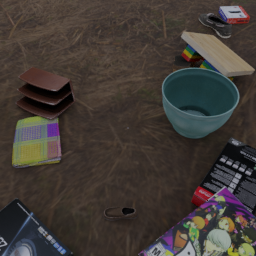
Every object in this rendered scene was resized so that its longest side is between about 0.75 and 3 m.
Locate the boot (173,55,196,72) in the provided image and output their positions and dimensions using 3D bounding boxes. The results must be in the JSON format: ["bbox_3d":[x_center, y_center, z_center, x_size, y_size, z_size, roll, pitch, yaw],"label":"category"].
[{"bbox_3d":[2.242,-2.375,11.333,0.890,0.913,2.419,11,30,18],"label":"boot"}]

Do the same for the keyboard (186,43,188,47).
[{"bbox_3d":[3.373,-3.867,13.041,1.319,0.136,0.838,5,54,3],"label":"keyboard"}]

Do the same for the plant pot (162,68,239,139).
[{"bbox_3d":[2.216,-0.651,9.163,2.330,1.561,2.330,0,48,0],"label":"plant pot"}]

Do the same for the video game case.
[{"bbox_3d":[2.137,3.177,5.978,2.679,0.529,2.955,-33,58,-12],"label":"video game case"}]

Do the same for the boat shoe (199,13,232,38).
[{"bbox_3d":[4.405,-5.325,13.997,0.770,0.657,2.304,-19,51,-16],"label":"boat shoe"}]

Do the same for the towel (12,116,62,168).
[{"bbox_3d":[-2.959,0.389,9.125,1.480,0.235,2.061,-10,48,-8],"label":"towel"}]

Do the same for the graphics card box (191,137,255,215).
[{"bbox_3d":[3.034,1.488,7.856,1.536,0.623,2.448,28,55,24],"label":"graphics card box"}]

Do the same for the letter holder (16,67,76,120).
[{"bbox_3d":[-3.080,-1.240,9.946,1.914,0.963,1.361,21,49,25],"label":"letter holder"}]

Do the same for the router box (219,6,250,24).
[{"bbox_3d":[5.600,-5.995,14.827,1.196,0.326,1.333,-4,48,-3],"label":"router box"}]

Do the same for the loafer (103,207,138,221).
[{"bbox_3d":[-0.203,2.207,7.400,0.938,0.333,0.343,-3,48,-3],"label":"loafer"}]

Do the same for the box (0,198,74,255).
[{"bbox_3d":[-2.647,2.984,6.598,2.211,0.481,1.771,33,56,26],"label":"box"}]

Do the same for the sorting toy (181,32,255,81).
[{"bbox_3d":[3.353,-2.644,10.903,2.356,0.825,2.370,-14,56,-45],"label":"sorting toy"}]
